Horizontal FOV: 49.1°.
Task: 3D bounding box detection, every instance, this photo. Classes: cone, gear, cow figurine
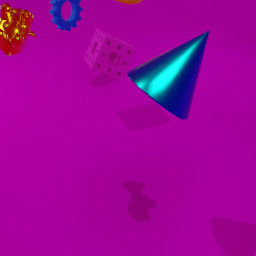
[{"bbox_3d":[0.778,-0.911,4.038,1.156,1.161,1.156,35,16,-12],"label":"cone"},{"bbox_3d":[-2.042,-3.908,9.329,0.234,1.266,1.266,26,51,28],"label":"gear"},{"bbox_3d":[-1.861,-1.595,4.644,0.558,1.000,1.016,13,73,-15],"label":"cow figurine"}]

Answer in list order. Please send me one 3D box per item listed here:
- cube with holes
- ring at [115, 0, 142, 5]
[{"bbox_3d":[-0.535,-2.100,8.004,0.970,0.970,0.970,16,22,-29],"label":"cube with holes"},{"bbox_3d":[-0.329,-4.477,8.214,2.052,0.410,2.052,18,54,-26],"label":"ring"}]
